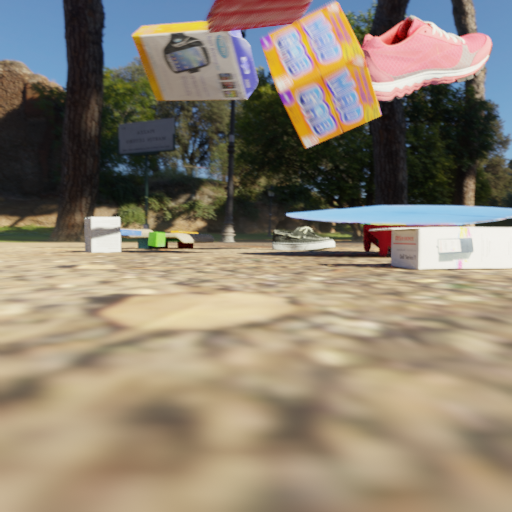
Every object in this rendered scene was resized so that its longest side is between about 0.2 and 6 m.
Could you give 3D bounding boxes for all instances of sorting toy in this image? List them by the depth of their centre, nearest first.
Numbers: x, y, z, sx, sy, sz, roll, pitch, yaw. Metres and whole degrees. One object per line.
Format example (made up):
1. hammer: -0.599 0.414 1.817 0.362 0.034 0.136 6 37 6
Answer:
1. sorting toy: -2.493 -0.417 15.433 2.148 0.520 3.814 5 4 21

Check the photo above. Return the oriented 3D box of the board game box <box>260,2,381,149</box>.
1. board game box: 0.883 -2.438 7.676 1.155 1.154 1.155 -22 -35 12

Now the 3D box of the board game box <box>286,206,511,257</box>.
1. board game box: 2.567 -0.341 9.334 4.057 0.790 3.205 -9 12 -41

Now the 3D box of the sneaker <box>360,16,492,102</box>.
1. sneaker: 3.009 -3.617 9.787 2.770 1.201 1.021 -21 37 -14

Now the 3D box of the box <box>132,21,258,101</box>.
1. box: -1.117 -3.861 11.175 2.477 1.475 0.514 5 47 22

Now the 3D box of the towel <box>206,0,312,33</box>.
1. towel: 0.242 -3.061 5.849 1.298 0.202 1.795 -16 -14 -24

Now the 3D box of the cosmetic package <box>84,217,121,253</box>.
1. cosmetic package: -3.158 -0.428 11.497 0.605 0.723 0.601 -1 2 -30

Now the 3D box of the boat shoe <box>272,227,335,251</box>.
1. boat shoe: 1.098 -0.415 13.614 1.791 0.570 0.633 1 2 39

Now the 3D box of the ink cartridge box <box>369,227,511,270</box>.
1. ink cartridge box: 1.706 -0.072 5.257 1.159 0.390 0.679 0 2 -7
